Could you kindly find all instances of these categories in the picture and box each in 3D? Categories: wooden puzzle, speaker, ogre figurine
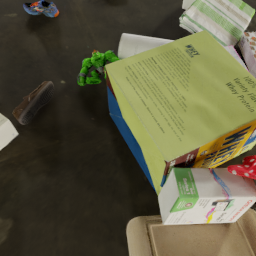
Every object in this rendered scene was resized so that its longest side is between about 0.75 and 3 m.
[{"bbox_3d":[1.588,2.940,5.388,2.948,0.549,2.727,-3,45,-9],"label":"wooden puzzle"},{"bbox_3d":[0.901,-2.365,8.914,2.389,0.970,0.970,10,58,7],"label":"speaker"},{"bbox_3d":[-0.891,-1.912,8.789,1.522,0.747,0.913,-25,63,25],"label":"ogre figurine"}]

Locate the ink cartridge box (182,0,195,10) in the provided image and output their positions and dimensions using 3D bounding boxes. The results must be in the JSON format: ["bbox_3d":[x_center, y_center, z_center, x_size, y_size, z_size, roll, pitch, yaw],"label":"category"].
[{"bbox_3d":[2.850,-5.073,10.896,0.975,0.563,1.336,28,60,15],"label":"ink cartridge box"}]

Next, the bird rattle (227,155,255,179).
[{"bbox_3d":[3.337,0.256,4.845,2.396,2.939,1.656,-30,61,-24],"label":"bird rattle"}]

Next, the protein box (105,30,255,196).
[{"bbox_3d":[1.382,-0.444,7.061,2.919,1.970,2.898,-23,60,-14],"label":"protein box"}]

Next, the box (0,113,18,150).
[{"bbox_3d":[-4.068,-0.205,7.639,1.938,0.754,0.920,31,62,19],"label":"box"}]

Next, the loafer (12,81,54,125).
[{"bbox_3d":[-2.777,-0.842,8.159,0.560,0.576,1.578,26,61,15],"label":"loafer"}]

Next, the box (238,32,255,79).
[{"bbox_3d":[4.207,-1.995,8.934,0.520,0.557,2.689,-3,56,-2],"label":"box"}]

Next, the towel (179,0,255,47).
[{"bbox_3d":[3.247,-3.961,10.030,2.077,0.427,2.785,38,62,-1],"label":"towel"}]

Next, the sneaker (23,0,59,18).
[{"bbox_3d":[-3.319,-4.626,10.629,1.380,0.541,0.520,8,57,5],"label":"sneaker"}]

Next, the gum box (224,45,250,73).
[{"bbox_3d":[3.186,-1.884,8.735,0.431,0.741,1.305,-11,58,-7],"label":"gum box"}]

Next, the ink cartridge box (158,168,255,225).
[{"bbox_3d":[1.602,1.420,5.780,1.666,1.207,0.700,2,48,-11],"label":"ink cartridge box"}]
